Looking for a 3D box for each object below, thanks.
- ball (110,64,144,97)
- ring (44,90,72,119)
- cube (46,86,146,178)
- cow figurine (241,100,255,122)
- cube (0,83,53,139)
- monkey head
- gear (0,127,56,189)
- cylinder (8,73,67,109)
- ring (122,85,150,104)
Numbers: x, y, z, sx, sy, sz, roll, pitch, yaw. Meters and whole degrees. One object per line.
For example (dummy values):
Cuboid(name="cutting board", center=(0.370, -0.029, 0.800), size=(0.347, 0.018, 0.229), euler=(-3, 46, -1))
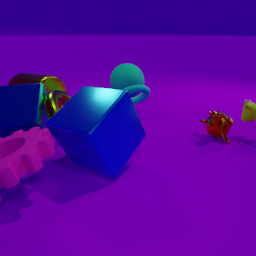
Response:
Cuboid(name="ball", center=(-0.034, -1.838, 10.937), size=(1.325, 1.325, 1.325), euler=(0, 20, 0))
Cuboid(name="ring", center=(-1.375, -0.256, 6.495), size=(0.286, 1.429, 1.429), euler=(-32, 14, 16))
Cuboid(name="cube", center=(-0.586, 0.036, 5.566), size=(1.220, 1.220, 1.220), euler=(12, 51, 37))
Cuboid(name="cow figurine", center=(3.507, -0.296, 7.080), size=(0.639, 1.146, 1.164), euler=(-4, -15, -45))
Cuboid(name="cube", center=(-2.364, -0.260, 6.427), size=(1.073, 1.073, 1.073), euler=(-4, 61, 1))
Cuboid(name="monkey head", center=(2.283, -0.106, 7.306), size=(0.801, 0.671, 1.113), euler=(13, 24, -44))
Cuboid(name="gear", center=(-2.075, 0.523, 4.668), size=(1.700, 0.314, 1.700), euler=(-16, 22, 7))
Cuboid(name="cylinder", center=(-2.908, -1.036, 8.997), size=(1.376, 1.376, 1.376), euler=(11, 23, 30))
Cuboid(name="ring", center=(0.152, -1.066, 9.257), size=(1.184, 0.237, 1.184), euler=(-14, -17, -5))
